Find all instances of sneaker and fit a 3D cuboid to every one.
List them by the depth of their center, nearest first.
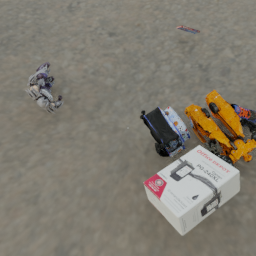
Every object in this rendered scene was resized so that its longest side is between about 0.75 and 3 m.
[{"bbox_3d":[3.407,-0.456,8.782,1.502,0.589,0.566,9,72,6],"label":"sneaker"}]

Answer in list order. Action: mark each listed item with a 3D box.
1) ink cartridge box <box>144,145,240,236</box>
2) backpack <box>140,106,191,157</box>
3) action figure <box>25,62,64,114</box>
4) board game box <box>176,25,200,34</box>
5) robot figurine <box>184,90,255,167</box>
[{"bbox_3d":[1.469,1.339,6.434,1.778,0.741,1.291,-31,39,-17],"label":"ink cartridge box"},{"bbox_3d":[1.095,0.140,7.799,1.058,1.308,1.373,-25,55,0],"label":"backpack"},{"bbox_3d":[-2.634,-1.254,8.869,0.714,1.339,2.058,-25,40,3],"label":"action figure"},{"bbox_3d":[2.429,-3.965,11.299,0.853,0.083,0.439,9,8,-20],"label":"board game box"},{"bbox_3d":[2.774,0.061,8.159,1.646,0.661,2.270,-32,72,-7],"label":"robot figurine"}]
